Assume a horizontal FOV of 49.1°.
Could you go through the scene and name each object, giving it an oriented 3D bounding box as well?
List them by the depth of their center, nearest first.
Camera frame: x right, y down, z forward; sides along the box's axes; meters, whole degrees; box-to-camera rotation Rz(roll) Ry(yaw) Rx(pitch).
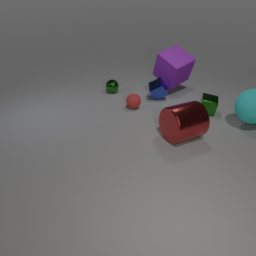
[{"bbox_3d":[2.118,-0.232,10.663,1.400,1.400,1.400,-14,33,-23],"label":"cylinder"},{"bbox_3d":[5.027,-0.871,11.262,1.400,1.400,1.400,0,30,0],"label":"ball"},{"bbox_3d":[3.635,-1.063,12.639,0.700,0.700,0.700,15,38,7],"label":"cube"},{"bbox_3d":[0.260,-1.268,13.124,0.700,0.700,0.700,0,30,0],"label":"ball"},{"bbox_3d":[1.501,-1.944,13.937,0.700,0.700,0.700,-22,43,22],"label":"cube"},{"bbox_3d":[2.333,-3.133,14.343,1.400,1.400,1.400,-30,63,-27],"label":"cube"},{"bbox_3d":[-0.830,-2.203,14.738,0.700,0.700,0.700,0,30,0],"label":"ball"}]
